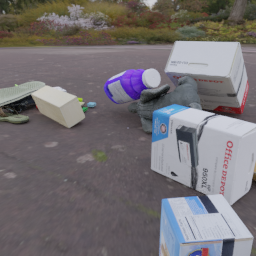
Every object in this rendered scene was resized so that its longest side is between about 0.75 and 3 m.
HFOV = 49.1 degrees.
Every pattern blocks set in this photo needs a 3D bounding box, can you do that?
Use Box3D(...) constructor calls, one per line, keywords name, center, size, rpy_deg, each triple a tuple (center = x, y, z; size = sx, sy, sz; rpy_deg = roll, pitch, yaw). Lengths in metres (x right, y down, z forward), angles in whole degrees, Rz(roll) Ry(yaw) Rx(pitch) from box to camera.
Box3D(name="pattern blocks set", center=(-2.414, -0.898, 11.232), size=(2.035, 0.165, 1.789), rpy_deg=(11, 25, 27))

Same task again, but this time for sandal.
Box3D(name="sandal", center=(-4.165, -0.503, 9.729), size=(1.693, 0.483, 0.672), rpy_deg=(7, 21, 18))

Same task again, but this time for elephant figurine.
Box3D(name="elephant figurine", center=(0.997, -0.580, 8.840), size=(2.468, 1.915, 1.746), rpy_deg=(-6, 60, 12))

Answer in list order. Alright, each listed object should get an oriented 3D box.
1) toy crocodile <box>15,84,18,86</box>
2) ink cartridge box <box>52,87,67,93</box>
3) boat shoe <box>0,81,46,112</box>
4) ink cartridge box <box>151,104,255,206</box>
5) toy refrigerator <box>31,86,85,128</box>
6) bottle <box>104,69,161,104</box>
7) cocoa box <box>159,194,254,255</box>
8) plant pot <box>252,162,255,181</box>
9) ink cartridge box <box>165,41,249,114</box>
Box3D(name="toy crocodile", center=(-5.642, -1.253, 11.308), size=(2.613, 0.807, 0.882), rpy_deg=(-6, 21, -14))
Box3D(name="ink cartridge box", center=(-3.284, -1.537, 12.619), size=(0.749, 0.432, 1.025), rpy_deg=(-12, 24, -30))
Box3D(name="boat shoe", center=(-4.288, -1.071, 10.698), size=(1.063, 0.887, 2.849), rpy_deg=(21, 29, 24))
Box3D(name="ink cartridge box", center=(1.483, 0.449, 5.763), size=(0.836, 1.435, 1.984), rpy_deg=(-19, 27, -41))
Box3D(name="toy refrigerator", center=(-2.438, -0.807, 9.735), size=(0.776, 0.842, 2.218), rpy_deg=(-37, 36, -27))
Box3D(name="bottle", center=(0.119, -1.451, 9.534), size=(0.812, 1.039, 2.487), rpy_deg=(-49, 20, -24))
Box3D(name="cocoa box", center=(0.816, 1.498, 3.253), size=(0.780, 1.189, 0.793), rpy_deg=(-2, 20, -6))
Box3D(name="plant pot", center=(3.486, 0.700, 6.629), size=(2.777, 0.382, 2.777), rpy_deg=(0, 20, 0))
Box3D(name="ink cartridge box", center=(2.870, -1.703, 9.804), size=(2.133, 1.238, 2.957), rpy_deg=(12, -12, 32))
